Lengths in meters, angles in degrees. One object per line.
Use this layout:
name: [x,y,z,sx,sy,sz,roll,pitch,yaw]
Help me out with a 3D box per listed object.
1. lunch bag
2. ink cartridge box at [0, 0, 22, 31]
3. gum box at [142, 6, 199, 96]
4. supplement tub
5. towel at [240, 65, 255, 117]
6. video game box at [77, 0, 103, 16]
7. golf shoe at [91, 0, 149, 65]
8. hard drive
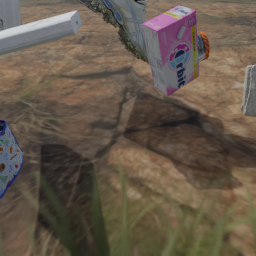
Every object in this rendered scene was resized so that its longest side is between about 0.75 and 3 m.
lunch bag: [-2.260,0.501,4.739,0.649,0.891,1.048,4,42,19]
ink cartridge box: [-3.596,-3.128,7.176,0.728,1.576,2.892,-2,6,1]
gum box: [0.595,-0.966,3.677,0.577,1.017,0.336,-31,45,-15]
supplement tub: [1.488,-2.305,8.461,1.732,1.061,1.061,-12,34,0]
towel: [3.105,-0.685,5.460,1.632,1.082,0.281,8,-2,15]
video game box: [-0.981,-5.021,9.869,2.358,0.606,2.589,-2,-9,38]
golf shoe: [0.251,-3.270,8.792,1.417,2.914,1.141,-45,45,0]
hard drive: [-1.973,-1.585,4.925,2.237,0.294,1.475,-15,27,3]
